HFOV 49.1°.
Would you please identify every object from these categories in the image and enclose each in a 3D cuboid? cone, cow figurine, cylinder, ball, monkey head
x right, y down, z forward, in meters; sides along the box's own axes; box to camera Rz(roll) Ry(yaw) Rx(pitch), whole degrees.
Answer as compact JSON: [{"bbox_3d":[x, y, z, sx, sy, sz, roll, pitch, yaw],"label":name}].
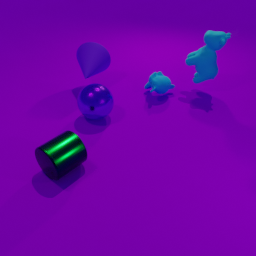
[{"bbox_3d":[-1.341,-2.104,9.797,1.280,1.280,1.285,5,47,6],"label":"cone"},{"bbox_3d":[2.839,-2.454,9.640,1.629,1.655,0.909,-16,25,29],"label":"cow figurine"},{"bbox_3d":[-1.664,0.675,7.002,0.940,0.940,0.940,28,46,32],"label":"cylinder"},{"bbox_3d":[-1.011,-0.819,8.768,1.141,1.141,1.141,0,38,0],"label":"ball"},{"bbox_3d":[1.052,-1.501,10.000,1.289,0.928,0.777,-16,70,-43],"label":"monkey head"}]
